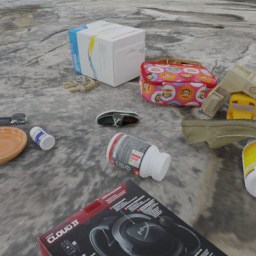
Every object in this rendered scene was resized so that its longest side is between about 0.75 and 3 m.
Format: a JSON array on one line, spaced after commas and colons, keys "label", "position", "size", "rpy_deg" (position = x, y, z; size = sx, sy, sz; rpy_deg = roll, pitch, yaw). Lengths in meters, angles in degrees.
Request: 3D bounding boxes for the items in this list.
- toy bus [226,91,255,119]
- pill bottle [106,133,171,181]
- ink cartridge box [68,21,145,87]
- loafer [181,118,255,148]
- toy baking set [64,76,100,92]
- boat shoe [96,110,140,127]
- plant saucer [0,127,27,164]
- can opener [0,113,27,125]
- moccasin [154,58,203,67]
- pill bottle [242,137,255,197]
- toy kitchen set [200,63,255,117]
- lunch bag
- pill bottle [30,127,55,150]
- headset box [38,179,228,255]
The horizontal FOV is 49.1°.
[{"label": "toy bus", "position": [4.085, -0.864, 10.001], "size": [0.909, 1.093, 2.792], "rpy_deg": [12, 34, 18]}, {"label": "pill bottle", "position": [0.283, 0.784, 7.523], "size": [1.558, 0.902, 0.902], "rpy_deg": [21, 38, 23]}, {"label": "ink cartridge box", "position": [-0.952, -3.583, 13.240], "size": [2.931, 2.120, 2.158], "rpy_deg": [26, 43, 35]}, {"label": "loafer", "position": [2.762, 0.162, 8.125], "size": [2.534, 0.855, 0.963], "rpy_deg": [3, 6, 39]}, {"label": "toy baking set", "position": [-2.069, -2.079, 12.750], "size": [1.448, 0.220, 1.887], "rpy_deg": [22, 38, 32]}, {"label": "boat shoe", "position": [-0.346, -0.285, 9.608], "size": [1.494, 0.536, 0.505], "rpy_deg": [-3, 28, -8]}, {"label": "plant saucer", "position": [-3.974, 0.561, 8.460], "size": [1.803, 0.338, 1.803], "rpy_deg": [0, 31, 0]}, {"label": "can opener", "position": [-4.203, -0.348, 9.813], "size": [1.284, 0.429, 0.343], "rpy_deg": [-1, 32, -2]}, {"label": "moccasin", "position": [2.276, -2.730, 13.225], "size": [2.680, 0.980, 1.035], "rpy_deg": [4, 22, -12]}, {"label": "pill bottle", "position": [3.499, 0.944, 7.270], "size": [0.946, 0.946, 1.732], "rpy_deg": [9, 34, 13]}, {"label": "toy kitchen set", "position": [3.614, -0.791, 9.481], "size": [1.714, 1.900, 1.550], "rpy_deg": [37, 45, 16]}, {"label": "lunch bag", "position": [1.945, -1.938, 11.603], "size": [2.951, 1.209, 2.599], "rpy_deg": [2, 31, -6]}, {"label": "pill bottle", "position": [-2.682, 0.302, 8.723], "size": [0.487, 0.487, 0.842], "rpy_deg": [-25, 40, -34]}, {"label": "headset box", "position": [0.025, 2.316, 4.796], "size": [2.144, 1.112, 2.881], "rpy_deg": [-27, 43, -37]}]
